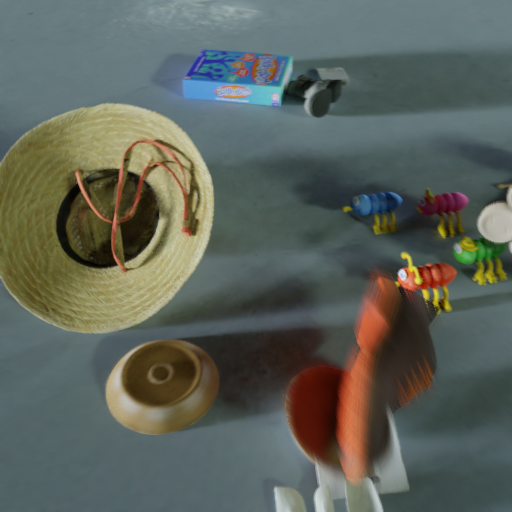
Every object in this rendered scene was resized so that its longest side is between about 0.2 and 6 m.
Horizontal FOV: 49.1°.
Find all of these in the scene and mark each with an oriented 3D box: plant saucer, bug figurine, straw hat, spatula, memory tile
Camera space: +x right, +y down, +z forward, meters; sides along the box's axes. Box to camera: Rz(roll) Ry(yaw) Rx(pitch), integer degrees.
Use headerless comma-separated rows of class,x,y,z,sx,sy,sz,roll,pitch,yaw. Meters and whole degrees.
plant saucer,-1.257,1.636,7.475,1.505,0.267,1.505,0,43,0
bug figurine,2.827,-0.374,9.309,2.177,0.722,2.807,-10,44,-11
straw hat,-2.209,-0.556,8.856,3.528,3.528,1.493,6,2,6
spatula,0.867,3.192,5.885,1.158,0.134,1.665,-4,45,-5
memory tile,4.659,-0.339,8.023,2.374,1.820,0.199,37,41,1
plant saucer,0.924,1.956,6.531,1.389,0.246,1.389,15,43,-15

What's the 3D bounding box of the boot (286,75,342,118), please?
boot,1.201,-3.761,13.140,1.168,0.606,1.789,15,37,22

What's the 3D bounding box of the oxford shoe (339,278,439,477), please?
oxford shoe,1.633,1.380,6.600,0.979,0.961,2.700,18,50,8

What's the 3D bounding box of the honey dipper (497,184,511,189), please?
honey dipper,5.113,-1.389,10.833,0.914,0.174,0.174,-8,43,-3

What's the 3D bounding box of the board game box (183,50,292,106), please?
board game box,-0.408,-4.416,13.784,2.362,0.531,1.796,7,43,7

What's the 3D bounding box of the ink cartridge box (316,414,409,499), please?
ink cartridge box,1.191,2.252,6.906,1.088,0.336,1.341,-4,61,-5

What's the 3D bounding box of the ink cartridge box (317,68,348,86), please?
ink cartridge box,1.917,-4.539,14.207,0.679,0.210,0.838,-4,36,-3
